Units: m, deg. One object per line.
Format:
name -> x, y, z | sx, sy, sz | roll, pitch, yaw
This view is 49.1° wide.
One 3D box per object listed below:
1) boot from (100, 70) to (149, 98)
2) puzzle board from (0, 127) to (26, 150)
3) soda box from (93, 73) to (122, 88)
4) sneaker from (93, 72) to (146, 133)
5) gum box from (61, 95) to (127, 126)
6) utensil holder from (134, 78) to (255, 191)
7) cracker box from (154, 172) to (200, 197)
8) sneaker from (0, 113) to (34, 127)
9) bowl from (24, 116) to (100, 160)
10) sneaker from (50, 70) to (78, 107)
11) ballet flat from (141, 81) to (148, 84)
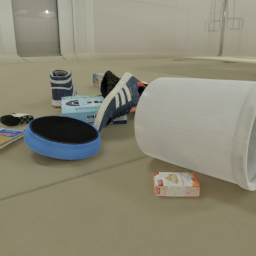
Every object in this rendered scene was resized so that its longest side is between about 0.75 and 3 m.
boot -> 0.293, -1.230, 9.788 | 2.134, 1.074, 2.854 | 18, 0, -24
puzzle board -> -4.393, 0.334, 7.368 | 2.777, 0.242, 2.093 | 6, 18, 15
soda box -> -1.118, -2.485, 15.115 | 0.782, 0.727, 2.286 | -10, 20, -28
sneaker -> -0.139, -0.665, 8.397 | 1.027, 0.911, 2.431 | 32, 57, 0
gum box -> -1.280, -0.659, 9.847 | 2.052, 0.538, 2.415 | -4, 19, -12
utensil holder -> 1.593, -0.055, 5.738 | 2.359, 2.005, 2.005 | 14, 23, 39
cracker box -> 0.885, 1.037, 5.200 | 0.797, 0.230, 0.534 | 0, 18, 1
sneaker -> -3.629, -0.285, 9.044 | 1.033, 0.383, 0.457 | -2, 16, -39
bowl -> -1.589, 0.169, 6.979 | 1.871, 0.367, 1.871 | 12, 21, -5
sneaker -> -2.726, -1.868, 12.094 | 0.926, 1.433, 2.641 | -1, 18, -2
ballet flat -> 0.781, -1.876, 13.293 | 0.774, 0.711, 2.255 | -2, 18, -7
